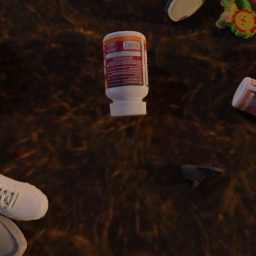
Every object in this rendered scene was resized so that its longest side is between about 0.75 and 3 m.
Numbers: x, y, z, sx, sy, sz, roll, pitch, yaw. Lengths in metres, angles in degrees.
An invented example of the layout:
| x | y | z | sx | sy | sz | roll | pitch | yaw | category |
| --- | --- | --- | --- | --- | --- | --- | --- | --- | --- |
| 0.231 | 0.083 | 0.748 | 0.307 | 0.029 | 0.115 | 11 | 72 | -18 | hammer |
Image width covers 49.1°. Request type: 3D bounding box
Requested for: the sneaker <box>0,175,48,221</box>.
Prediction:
| x | y | z | sx | sy | sz | roll | pitch | yaw | category |
| --- | --- | --- | --- | --- | --- | --- | --- | --- | --- |
| -3.113 | 1.534 | 6.638 | 2.467 | 0.993 | 0.943 | 20 | 73 | 4 | sneaker |

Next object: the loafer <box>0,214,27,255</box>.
| x | y | z | sx | sy | sz | roll | pitch | yaw | category |
| --- | --- | --- | --- | --- | --- | --- | --- | --- | --- |
| -3.533 | 2.221 | 6.475 | 2.566 | 0.895 | 0.897 | 28 | 76 | 8 | loafer |

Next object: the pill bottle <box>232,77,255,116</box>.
| x | y | z | sx | sy | sz | roll | pitch | yaw | category |
| --- | --- | --- | --- | --- | --- | --- | --- | --- | --- |
| 3.622 | -0.676 | 7.338 | 1.500 | 0.856 | 0.856 | 23 | 75 | 7 | pill bottle |

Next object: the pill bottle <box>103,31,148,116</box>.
| x | y | z | sx | sy | sz | roll | pitch | yaw | category |
| --- | --- | --- | --- | --- | --- | --- | --- | --- | --- |
| -0.047 | -1.332 | 7.202 | 1.102 | 1.102 | 2.011 | -3 | 91 | -1 | pill bottle |

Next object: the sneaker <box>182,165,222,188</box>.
| x | y | z | sx | sy | sz | roll | pitch | yaw | category |
| --- | --- | --- | --- | --- | --- | --- | --- | --- | --- |
| 1.856 | 1.230 | 7.047 | 0.990 | 0.378 | 0.567 | 1 | 76 | 3 | sneaker |

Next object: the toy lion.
| x | y | z | sx | sy | sz | roll | pitch | yaw | category |
| --- | --- | --- | --- | --- | --- | --- | --- | --- | --- |
| 3.341 | -3.339 | 8.379 | 1.229 | 0.440 | 1.282 | 15 | 74 | -3 | toy lion |

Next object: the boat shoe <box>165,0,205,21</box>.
| x | y | z | sx | sy | sz | roll | pitch | yaw | category |
| --- | --- | --- | --- | --- | --- | --- | --- | --- | --- |
| 1.943 | -4.299 | 8.507 | 0.882 | 0.937 | 2.608 | 31 | 81 | 44 | boat shoe |
